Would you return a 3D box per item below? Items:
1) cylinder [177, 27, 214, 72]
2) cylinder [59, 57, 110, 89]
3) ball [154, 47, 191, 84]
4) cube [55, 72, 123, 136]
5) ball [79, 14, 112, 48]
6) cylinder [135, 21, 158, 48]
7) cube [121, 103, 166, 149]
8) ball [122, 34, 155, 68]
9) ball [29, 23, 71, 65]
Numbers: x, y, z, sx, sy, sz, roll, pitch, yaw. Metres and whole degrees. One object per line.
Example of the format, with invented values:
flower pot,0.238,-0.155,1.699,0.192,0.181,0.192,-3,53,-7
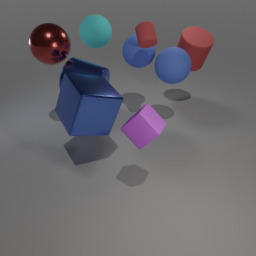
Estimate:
cylinder,2.874,-3.479,12.396,1.400,1.400,1.400,5,55,-7
cylinder,-1.556,-1.703,10.237,1.400,1.400,1.400,20,34,9
ball,1.723,-2.402,10.801,1.400,1.400,1.400,0,31,0
cube,-1.236,-0.711,8.609,1.400,1.400,1.400,1,35,-37
ball,-1.410,-4.196,12.206,1.400,1.400,1.400,0,31,0
cylinder,0.662,-3.333,10.059,0.700,0.700,0.700,-11,-8,-2
cube,0.382,-0.048,6.811,0.700,0.700,0.700,47,31,-4
ball,0.460,-3.263,11.886,1.400,1.400,1.400,0,31,0
ball,-2.701,-2.906,9.728,1.400,1.400,1.400,0,31,0
